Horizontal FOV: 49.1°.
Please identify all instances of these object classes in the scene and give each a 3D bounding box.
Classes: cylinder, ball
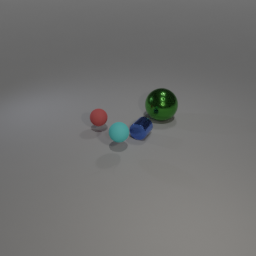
[{"bbox_3d":[0.512,0.008,10.837,0.700,0.700,0.700,14,32,24],"label":"cylinder"},{"bbox_3d":[-0.310,0.144,9.601,0.700,0.700,0.700,0,29,0],"label":"ball"},{"bbox_3d":[-1.155,-0.417,11.040,0.700,0.700,0.700,0,29,0],"label":"ball"},{"bbox_3d":[1.422,-0.994,11.928,1.400,1.400,1.400,0,29,0],"label":"ball"}]
